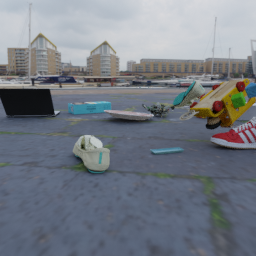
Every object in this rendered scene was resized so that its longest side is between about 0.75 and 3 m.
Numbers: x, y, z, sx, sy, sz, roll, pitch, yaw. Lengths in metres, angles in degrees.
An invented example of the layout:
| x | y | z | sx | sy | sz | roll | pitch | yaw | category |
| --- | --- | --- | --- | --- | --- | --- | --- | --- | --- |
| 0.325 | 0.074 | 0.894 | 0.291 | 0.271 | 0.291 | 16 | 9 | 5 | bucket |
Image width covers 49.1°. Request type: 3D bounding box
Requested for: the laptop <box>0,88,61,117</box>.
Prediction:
| x | y | z | sx | sy | sz | roll | pitch | yaw | category |
| --- | --- | --- | --- | --- | --- | --- | --- | --- | --- |
| -4.976 | -1.352 | 14.521 | 2.460 | 1.522 | 2.627 | 0 | 11 | -3 | laptop |

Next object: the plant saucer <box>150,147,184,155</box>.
| x | y | z | sx | sy | sz | roll | pitch | yaw | category |
| --- | --- | --- | --- | --- | --- | --- | --- | --- | --- |
| 1.087 | 0.636 | 7.765 | 0.907 | 0.086 | 0.317 | -4 | 12 | -18 | plant saucer |

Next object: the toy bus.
| x | y | z | sx | sy | sz | roll | pitch | yaw | category |
| --- | --- | --- | --- | --- | --- | --- | --- | --- | --- |
| 2.864 | -0.570 | 8.566 | 2.247 | 1.161 | 2.120 | -23 | 18 | 21 | toy bus |

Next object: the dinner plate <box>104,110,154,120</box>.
| x | y | z | sx | sy | sz | roll | pitch | yaw | category |
| --- | --- | --- | --- | --- | --- | --- | --- | --- | --- |
| 0.029 | -0.610 | 13.368 | 2.387 | 0.289 | 2.387 | 7 | 5 | -1 | dinner plate |

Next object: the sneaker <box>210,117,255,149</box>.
| x | y | z | sx | sy | sz | roll | pitch | yaw | category |
| --- | --- | --- | --- | --- | --- | --- | --- | --- | --- |
| 3.526 | -0.020 | 8.140 | 2.147 | 1.207 | 0.765 | 2 | 11 | 5 | sneaker |

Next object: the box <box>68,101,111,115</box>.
| x | y | z | sx | sy | sz | roll | pitch | yaw | category |
| --- | --- | --- | --- | --- | --- | --- | --- | --- | --- |
| -2.201 | -1.178 | 16.163 | 2.309 | 0.567 | 0.950 | -6 | 12 | -29 | box |

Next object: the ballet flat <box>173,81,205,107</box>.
| x | y | z | sx | sy | sz | roll | pitch | yaw | category |
| --- | --- | --- | --- | --- | --- | --- | --- | --- | --- |
| 1.724 | -0.851 | 7.894 | 0.489 | 0.489 | 1.409 | -3 | -13 | -15 | ballet flat |

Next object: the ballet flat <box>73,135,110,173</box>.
| x | y | z | sx | sy | sz | roll | pitch | yaw | category |
| --- | --- | --- | --- | --- | --- | --- | --- | --- | --- |
| -0.913 | 0.502 | 6.880 | 0.704 | 0.704 | 2.027 | -5 | 11 | -23 | ballet flat |

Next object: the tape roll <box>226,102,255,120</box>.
| x | y | z | sx | sy | sz | roll | pitch | yaw | category |
| --- | --- | --- | --- | --- | --- | --- | --- | --- | --- |
| 5.382 | -0.898 | 14.215 | 2.225 | 0.735 | 2.225 | -1 | 10 | 0 | tape roll |

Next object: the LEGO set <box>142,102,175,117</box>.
| x | y | z | sx | sy | sz | roll | pitch | yaw | category |
| --- | --- | --- | --- | --- | --- | --- | --- | --- | --- |
| 1.709 | -0.894 | 15.007 | 1.672 | 0.730 | 2.575 | 8 | 0 | 29 | LEGO set |
